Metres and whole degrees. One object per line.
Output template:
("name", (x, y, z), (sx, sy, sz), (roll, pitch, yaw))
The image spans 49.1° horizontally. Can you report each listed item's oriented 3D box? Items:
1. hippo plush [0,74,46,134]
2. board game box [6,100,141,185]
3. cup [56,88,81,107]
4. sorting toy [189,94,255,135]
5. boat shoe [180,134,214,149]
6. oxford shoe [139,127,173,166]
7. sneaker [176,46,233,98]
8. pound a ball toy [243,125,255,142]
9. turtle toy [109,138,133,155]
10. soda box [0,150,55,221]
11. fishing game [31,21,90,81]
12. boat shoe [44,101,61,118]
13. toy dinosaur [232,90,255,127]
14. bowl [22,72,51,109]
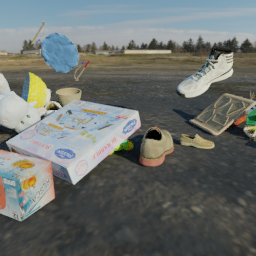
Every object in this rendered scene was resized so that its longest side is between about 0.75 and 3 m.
("hippo plush", (-4.437, -0.383, 10.369), (2.267, 2.245, 2.819), (34, -9, 33))
("board game box", (-1.607, 0.184, 8.435), (2.896, 0.596, 2.889), (14, 40, 38))
("cup", (-3.102, -1.489, 14.788), (1.299, 0.929, 1.299), (1, 25, -1))
("sorting toy", (4.016, -0.427, 11.114), (2.209, 0.440, 2.989), (-35, 23, -3))
("boat shoe", (2.306, 0.419, 9.380), (1.146, 0.437, 0.411), (7, 18, 21))
("oxford shoe", (0.976, 0.361, 8.751), (0.850, 0.902, 2.412), (4, 17, 15))
("sneaker", (2.682, -2.092, 9.857), (2.391, 1.375, 0.902), (-30, 50, -12))
("pound a ball toy", (4.885, 0.166, 10.333), (1.252, 0.532, 0.816), (-8, 43, -22))
("turtle toy", (-0.541, 0.323, 9.182), (1.053, 0.730, 1.445), (-11, 20, -32))
("soda box", (-3.098, 1.081, 6.290), (2.938, 0.934, 1.005), (8, 18, 27))
("fishing game", (-2.804, -3.111, 11.661), (2.442, 1.749, 0.380), (37, 38, -10))
("boat shoe", (-3.284, -0.754, 12.494), (0.917, 0.898, 2.590), (-4, 17, -13))
("toy dinosaur", (5.305, -0.500, 12.490), (2.093, 1.211, 2.307), (10, 52, -7))
("bowl", (-4.455, -1.591, 13.691), (1.127, 2.094, 2.094), (7, 11, -29))
